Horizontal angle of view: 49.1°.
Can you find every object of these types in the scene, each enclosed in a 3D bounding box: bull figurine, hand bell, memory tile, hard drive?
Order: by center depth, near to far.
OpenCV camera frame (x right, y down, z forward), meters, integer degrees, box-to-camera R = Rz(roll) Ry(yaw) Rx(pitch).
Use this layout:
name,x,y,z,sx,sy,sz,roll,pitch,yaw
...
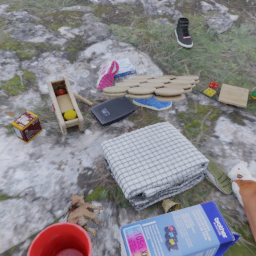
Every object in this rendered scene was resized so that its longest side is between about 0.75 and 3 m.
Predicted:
name,x,y,z,sx,sy,sz,roll,pitch,yaw
memory tile,0.716,-1.101,7.339,2.019,0.221,2.634,5,19,22
bull figurine,4.194,2.333,8.635,1.747,0.937,2.877,0,48,0
hand bell,1.112,2.299,9.062,0.599,0.599,1.150,-25,40,-20
hard drive,-0.600,-0.716,11.756,1.688,0.357,1.138,-26,53,-22

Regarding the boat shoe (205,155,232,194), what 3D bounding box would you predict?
name,x,y,z,sx,sy,sz,roll,pitch,yaw
boat shoe,2.956,1.621,9.568,0.545,0.499,1.460,-26,73,-27

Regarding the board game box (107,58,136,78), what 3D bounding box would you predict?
name,x,y,z,sx,sy,sz,roll,pitch,yaw
board game box,-0.326,-2.997,13.877,1.107,0.240,1.101,-17,50,-15

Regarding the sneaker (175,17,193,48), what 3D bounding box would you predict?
name,x,y,z,sx,sy,sz,roll,pitch,yaw
sneaker,3.114,-5.341,15.454,0.733,1.029,2.075,-6,50,-7

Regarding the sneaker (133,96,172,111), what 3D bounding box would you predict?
name,x,y,z,sx,sy,sz,roll,pitch,yaw
sneaker,1.054,-1.328,11.918,1.670,0.929,0.641,12,49,11

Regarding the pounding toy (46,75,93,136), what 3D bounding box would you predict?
name,x,y,z,sx,sy,sz,roll,pitch,yaw
pounding toy,-2.240,-1.196,11.296,1.692,1.687,2.950,-18,51,-15

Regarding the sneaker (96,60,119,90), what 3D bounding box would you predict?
name,x,y,z,sx,sy,sz,roll,pitch,yaw
sneaker,-1.049,-2.421,13.141,0.733,0.676,1.663,0,52,44

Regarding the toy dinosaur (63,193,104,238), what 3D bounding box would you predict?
name,x,y,z,sx,sy,sz,roll,pitch,yaw
toy dinosaur,-1.423,2.588,8.152,1.299,1.917,0.823,4,92,8

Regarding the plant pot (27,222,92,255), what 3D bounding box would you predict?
name,x,y,z,sx,sy,sz,roll,pitch,yaw
plant pot,-1.661,3.459,7.317,1.566,1.386,1.566,0,49,0

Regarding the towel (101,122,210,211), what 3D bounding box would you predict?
name,x,y,z,sx,sy,sz,roll,pitch,yaw
towel,0.815,1.208,9.331,2.909,1.245,2.409,-19,45,-19

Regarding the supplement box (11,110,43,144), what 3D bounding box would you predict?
name,x,y,z,sx,sy,sz,roll,pitch,yaw
supplement box,-3.882,-0.039,10.820,0.561,0.845,0.833,26,53,22

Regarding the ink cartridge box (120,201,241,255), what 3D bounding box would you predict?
name,x,y,z,sx,sy,sz,roll,pitch,yaw
ink cartridge box,1.349,3.033,7.263,2.977,2.031,1.136,-13,50,-12

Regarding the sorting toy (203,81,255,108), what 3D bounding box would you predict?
name,x,y,z,sx,sy,sz,roll,pitch,yaw
sorting toy,4.521,-1.354,12.297,2.377,0.402,1.146,16,50,13
